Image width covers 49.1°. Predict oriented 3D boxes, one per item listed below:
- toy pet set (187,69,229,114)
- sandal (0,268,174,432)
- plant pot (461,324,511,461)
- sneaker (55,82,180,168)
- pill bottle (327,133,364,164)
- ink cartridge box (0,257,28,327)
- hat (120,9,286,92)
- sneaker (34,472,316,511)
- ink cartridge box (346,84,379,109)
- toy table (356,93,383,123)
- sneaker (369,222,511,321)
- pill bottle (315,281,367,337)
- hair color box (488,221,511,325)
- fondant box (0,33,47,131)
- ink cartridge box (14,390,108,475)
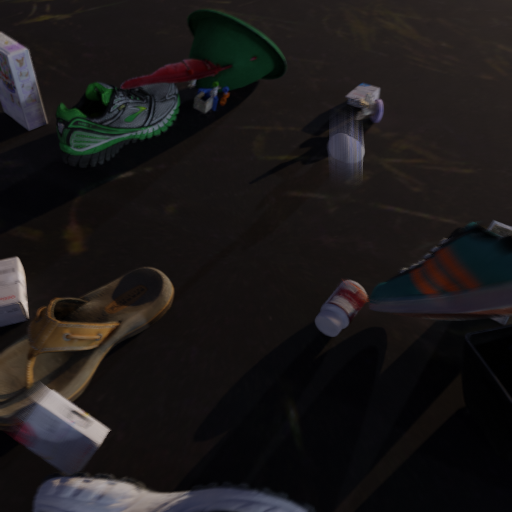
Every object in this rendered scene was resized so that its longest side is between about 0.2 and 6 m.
[{"bbox_3d":[-1.098,-3.991,13.585,1.105,1.032,0.587,30,51,9],"label":"toy pet set"},{"bbox_3d":[-2.606,1.051,8.216,1.367,0.919,3.404,28,50,27],"label":"sandal"},{"bbox_3d":[3.475,1.796,7.152,1.413,1.256,1.416,-10,42,-12],"label":"plant pot"},{"bbox_3d":[-2.976,-3.284,12.572,1.307,1.427,3.351,25,48,25],"label":"sneaker"},{"bbox_3d":[1.541,-1.805,9.493,0.438,0.438,0.769,25,13,25],"label":"pill bottle"},{"bbox_3d":[-4.163,0.612,9.033,0.806,0.470,1.107,-14,43,-14],"label":"ink cartridge box"},{"bbox_3d":[-1.214,-4.203,13.966,3.158,2.616,2.780,26,83,-5],"label":"hat"},{"bbox_3d":[-0.730,3.148,5.853,3.463,1.280,1.373,-1,52,8],"label":"sneaker"},{"bbox_3d":[2.675,-4.010,14.184,0.525,0.302,0.906,26,48,25],"label":"ink cartridge box"},{"bbox_3d":[2.730,-3.533,13.451,0.445,0.699,0.760,12,30,-11],"label":"toy table"},{"bbox_3d":[2.851,0.231,7.800,1.094,3.065,1.225,12,75,-34],"label":"sneaker"},{"bbox_3d":[1.320,0.827,8.758,0.495,0.495,0.867,26,52,26],"label":"pill bottle"},{"bbox_3d":[3.741,0.279,8.621,0.747,1.509,0.457,26,49,26],"label":"hair color box"},{"bbox_3d":[-5.627,-4.049,13.083,0.539,1.849,1.334,-33,53,-30],"label":"fondant box"},{"bbox_3d":[-2.315,2.120,6.670,0.861,0.635,0.369,37,17,-7],"label":"ink cartridge box"}]
